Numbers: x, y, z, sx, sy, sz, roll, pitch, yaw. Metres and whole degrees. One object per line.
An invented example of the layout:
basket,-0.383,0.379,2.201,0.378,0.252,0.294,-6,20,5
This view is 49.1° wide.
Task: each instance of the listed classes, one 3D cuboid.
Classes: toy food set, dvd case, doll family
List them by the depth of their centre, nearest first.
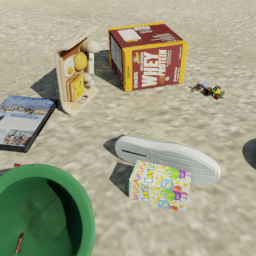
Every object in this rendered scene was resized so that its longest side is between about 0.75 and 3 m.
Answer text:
dvd case,-3.407,-0.220,8.607,1.792,0.220,2.512,6,38,6
toy food set,-1.395,-1.754,8.741,0.730,2.418,1.735,18,44,15
doll family,2.930,-1.349,9.938,1.071,0.420,0.619,25,48,36

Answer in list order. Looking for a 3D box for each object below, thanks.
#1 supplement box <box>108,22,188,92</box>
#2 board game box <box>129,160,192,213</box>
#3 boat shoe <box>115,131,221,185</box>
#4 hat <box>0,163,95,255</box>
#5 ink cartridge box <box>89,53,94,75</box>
supplement box,0.665,-2.802,10.740,2.342,1.577,2.375,-11,40,-12
board game box,0.722,1.293,6.304,1.274,0.656,0.668,11,39,14
boat shoe,0.975,0.588,6.986,2.715,0.977,0.842,17,39,24
hat,-1.667,1.765,5.988,2.126,2.259,2.567,-12,81,-2
ink cartridge box,-1.928,-2.708,11.413,1.054,0.611,1.456,-4,34,-5
